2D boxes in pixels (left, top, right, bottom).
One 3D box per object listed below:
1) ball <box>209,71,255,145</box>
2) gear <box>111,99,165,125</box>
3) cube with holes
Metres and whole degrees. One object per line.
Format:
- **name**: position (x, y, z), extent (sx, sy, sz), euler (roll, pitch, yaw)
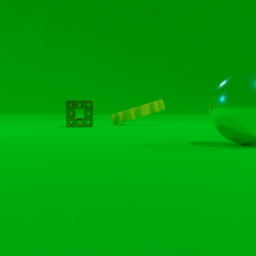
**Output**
- **ball**: position (1.504, -0.249, 3.540), extent (0.922, 0.922, 0.922), euler (0, 3, 0)
- **gear**: position (0.359, -0.584, 10.230), extent (1.938, 0.358, 1.938), euler (-17, 3, 1)
- **cube with holes**: position (-1.480, -0.434, 8.589), extent (0.791, 0.791, 0.791), euler (0, 3, -9)
